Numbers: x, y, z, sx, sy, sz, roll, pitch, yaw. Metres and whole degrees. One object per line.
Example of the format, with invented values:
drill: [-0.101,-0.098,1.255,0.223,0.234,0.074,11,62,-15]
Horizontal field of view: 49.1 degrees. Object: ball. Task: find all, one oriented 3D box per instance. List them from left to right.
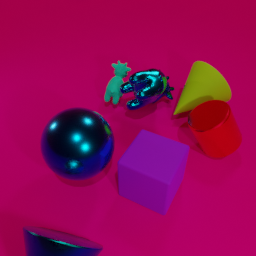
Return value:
ball: [-0.929,0.294,5.244,1.365,1.365,1.365,0,42,0]

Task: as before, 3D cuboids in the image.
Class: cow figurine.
cow figurine: [-0.296,-1.247,7.554,0.542,0.972,0.988,16,33,3]
cow figurine: [0.644,-1.056,7.118,1.654,1.681,0.923,-23,86,-21]

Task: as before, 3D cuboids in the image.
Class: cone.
cone: [-1.137,2.245,4.103,1.256,1.256,1.261,11,72,12]
cone: [1.641,-0.761,7.087,1.306,1.301,1.301,-41,52,-6]

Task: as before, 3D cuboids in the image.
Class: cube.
cube: [0.484,0.837,5.429,1.018,1.018,1.018,20,46,21]

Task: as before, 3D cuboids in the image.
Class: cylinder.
cylinder: [1.913,0.017,6.163,0.932,0.932,0.932,-24,36,19]

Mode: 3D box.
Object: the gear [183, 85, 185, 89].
gear: [2.185,-1.043,8.113,1.138,0.210,1.138,0,42,0]
